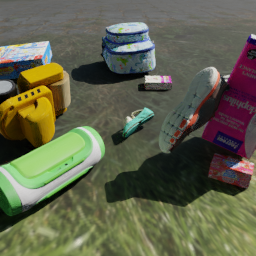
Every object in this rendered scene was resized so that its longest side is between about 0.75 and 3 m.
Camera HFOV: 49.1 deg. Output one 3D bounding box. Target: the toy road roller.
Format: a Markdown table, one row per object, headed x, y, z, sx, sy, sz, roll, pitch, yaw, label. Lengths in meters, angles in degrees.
| x | y | z | sx | sy | sz | roll | pitch | yaw | label |
| --- | --- | --- | --- | --- | --- | --- | --- | --- | --- |
| -2.840 | -0.633 | 9.093 | 2.873 | 1.766 | 2.098 | -32 | 56 | -33 | toy road roller |

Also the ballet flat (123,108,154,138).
| x | y | z | sx | sy | sz | roll | pitch | yaw | label |
| --- | --- | --- | --- | --- | --- | --- | --- | --- | --- |
| 0.216 | -0.221 | 9.271 | 0.538 | 0.514 | 1.528 | 42 | 53 | 17 | ballet flat |

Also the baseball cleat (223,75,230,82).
| x | y | z | sx | sy | sz | roll | pitch | yaw | label |
| --- | --- | --- | --- | --- | --- | --- | --- | --- | --- |
| 4.912 | -1.917 | 11.907 | 2.358 | 0.822 | 1.255 | 4 | 32 | 5 | baseball cleat |

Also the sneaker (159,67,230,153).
| x | y | z | sx | sy | sz | roll | pitch | yaw | label |
| --- | --- | --- | --- | --- | --- | --- | --- | --- | --- |
| 1.757 | -0.270 | 7.172 | 1.013 | 2.474 | 0.953 | 24 | 20 | -27 | sneaker |

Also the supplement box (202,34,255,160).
| x | y | z | sx | sy | sz | roll | pitch | yaw | label |
| --- | --- | --- | --- | --- | --- | --- | --- | --- | --- |
| 3.376 | -0.869 | 7.744 | 1.486 | 2.936 | 1.518 | 25 | 28 | 13 | supplement box |

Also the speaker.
| x | y | z | sx | sy | sz | roll | pitch | yaw | label |
| --- | --- | --- | --- | --- | --- | --- | --- | --- | --- |
| -1.898 | 0.955 | 6.995 | 1.226 | 1.226 | 2.772 | 25 | 40 | 34 | speaker |

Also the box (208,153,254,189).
| x | y | z | sx | sy | sz | roll | pitch | yaw | label |
| --- | --- | --- | --- | --- | --- | --- | --- | --- | --- |
| 2.706 | 1.113 | 7.367 | 1.036 | 0.495 | 0.517 | 15 | 35 | 23 | box |

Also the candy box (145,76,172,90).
| x | y | z | sx | sy | sz | roll | pitch | yaw | label |
| --- | --- | --- | --- | --- | --- | --- | --- | --- | --- |
| 1.337 | -2.030 | 12.513 | 1.175 | 0.359 | 0.802 | 2 | 32 | 3 | candy box |

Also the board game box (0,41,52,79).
| x | y | z | sx | sy | sz | roll | pitch | yaw | label |
| --- | --- | --- | --- | --- | --- | --- | --- | --- | --- |
| -5.474 | -3.394 | 14.019 | 2.906 | 0.829 | 2.968 | -8 | 33 | -4 | board game box |

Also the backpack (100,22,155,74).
| x | y | z | sx | sy | sz | roll | pitch | yaw | label |
| --- | --- | --- | --- | --- | --- | --- | --- | --- | --- |
| 0.017 | -4.014 | 14.027 | 2.666 | 2.141 | 2.913 | -9 | 37 | -8 | backpack |
